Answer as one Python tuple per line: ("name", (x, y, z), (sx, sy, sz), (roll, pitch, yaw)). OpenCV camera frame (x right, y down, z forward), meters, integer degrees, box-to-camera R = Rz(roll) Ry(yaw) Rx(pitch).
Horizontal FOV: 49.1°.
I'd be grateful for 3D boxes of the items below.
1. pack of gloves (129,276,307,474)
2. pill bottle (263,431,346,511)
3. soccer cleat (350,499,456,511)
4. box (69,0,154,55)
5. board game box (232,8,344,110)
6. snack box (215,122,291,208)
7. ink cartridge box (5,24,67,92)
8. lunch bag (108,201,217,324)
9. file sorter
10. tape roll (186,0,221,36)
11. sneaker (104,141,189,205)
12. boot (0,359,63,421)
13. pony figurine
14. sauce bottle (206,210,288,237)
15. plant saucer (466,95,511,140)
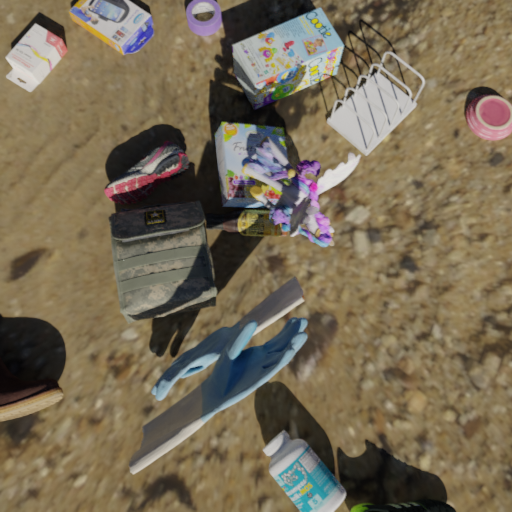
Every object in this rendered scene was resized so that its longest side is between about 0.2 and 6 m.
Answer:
("pack of gloves", (-0.664, 1.526, 8.875), (3.273, 2.750, 0.646), (-36, 106, 8))
("pill bottle", (0.776, 3.749, 9.623), (0.816, 0.816, 1.473), (-40, 77, -10))
("soccer cleat", (2.524, 4.476, 9.452), (1.851, 0.750, 0.625), (-1, 75, 0))
("box", (-3.112, -5.190, 12.314), (1.728, 0.358, 1.029), (35, 77, 11))
("board game box", (0.636, -4.072, 11.643), (2.005, 1.033, 1.051), (-25, 76, -7))
("snack box", (-0.059, -1.756, 10.953), (1.335, 0.536, 1.582), (-1, 73, -22))
("ink cartridge box", (-4.776, -4.236, 12.007), (0.742, 0.430, 1.273), (31, 77, 8))
("lunch bag", (-1.741, -0.027, 10.427), (1.761, 1.262, 2.147), (-10, 71, -8))
("file sorter", (2.437, -3.133, 11.411), (1.124, 1.008, 1.619), (43, 79, 11))
("tape roll", (-1.148, -5.271, 12.348), (0.756, 0.321, 0.756), (0, 75, -1))
("sneaker", (-2.226, -1.646, 11.219), (1.768, 0.713, 0.660), (-31, 61, -15))
("boot", (-5.002, 1.800, 10.031), (2.865, 1.036, 2.383), (-11, 77, 0))
("pony figurine", (0.708, -1.057, 9.322), (1.963, 1.895, 1.635), (41, 72, 8))
("sauce bottle", (-0.175, -0.638, 10.985), (1.612, 0.532, 0.532), (0, 75, 1))
("plant saucer", (4.956, -2.946, 11.741), (1.047, 0.265, 1.047), (0, 75, 0))
